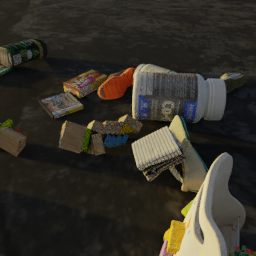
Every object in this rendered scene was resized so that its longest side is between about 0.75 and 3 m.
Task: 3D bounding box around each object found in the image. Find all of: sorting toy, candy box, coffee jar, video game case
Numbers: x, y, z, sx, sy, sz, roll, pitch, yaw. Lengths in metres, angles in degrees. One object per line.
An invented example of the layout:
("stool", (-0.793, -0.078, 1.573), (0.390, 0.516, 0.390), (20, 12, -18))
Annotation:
("sorting toy", (1.263, 1.840, 4.469), (1.530, 2.577, 2.863), (12, 37, 15))
("candy box", (-1.682, -1.788, 11.238), (0.916, 0.443, 1.571), (26, 42, 32))
("coffee jar", (-4.868, -3.552, 13.102), (1.108, 0.907, 2.126), (18, 34, 30))
("video game case", (-2.440, -0.865, 10.205), (1.198, 0.169, 1.325), (-23, 42, -27))

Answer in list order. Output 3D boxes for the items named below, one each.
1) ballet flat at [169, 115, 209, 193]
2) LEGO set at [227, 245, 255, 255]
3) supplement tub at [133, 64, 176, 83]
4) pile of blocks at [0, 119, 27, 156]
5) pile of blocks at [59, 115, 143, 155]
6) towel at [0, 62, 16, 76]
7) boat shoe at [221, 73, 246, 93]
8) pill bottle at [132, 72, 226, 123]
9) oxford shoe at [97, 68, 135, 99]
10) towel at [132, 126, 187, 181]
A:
("ballet flat", (1.413, 0.624, 7.622), (0.972, 0.972, 2.798), (-5, 37, -6))
("LEGO set", (2.406, 2.365, 4.639), (2.145, 0.798, 0.987), (33, 40, 4))
("supplement tub", (1.058, -1.794, 10.682), (1.510, 1.095, 1.095), (27, 44, 32))
("pile of blocks", (-4.055, 0.003, 8.274), (2.575, 1.057, 0.800), (10, 37, 14))
("pile of blocks", (-0.830, 0.265, 8.337), (2.596, 1.066, 0.807), (-8, -7, -25))
("towel", (-6.082, -2.532, 12.472), (1.286, 0.190, 1.754), (14, 38, 17))
("boat shoe", (3.974, -1.826, 11.203), (1.700, 0.635, 0.581), (-16, 34, -34))
("pill bottle", (1.600, -0.985, 9.144), (2.814, 1.601, 1.601), (3, 36, 5))
("oxford shoe", (-0.534, -1.694, 10.989), (0.843, 0.825, 2.313), (2, 26, 37))
("towel", (0.738, 0.598, 6.828), (1.118, 0.578, 1.351), (-25, 23, 4))
